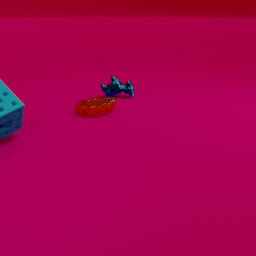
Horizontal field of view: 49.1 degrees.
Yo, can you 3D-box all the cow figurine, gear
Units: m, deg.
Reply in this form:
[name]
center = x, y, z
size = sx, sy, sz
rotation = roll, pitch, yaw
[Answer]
[cow figurine]
center = -0.381, -1.521, 11.071
size = 1.170, 0.642, 1.151
rotation = -38, 72, -9
[gear]
center = -1.122, -0.783, 9.663
size = 1.364, 0.252, 1.364
rotation = -6, 20, 2

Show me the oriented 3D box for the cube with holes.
[cube with holes]
center = -3.465, -0.404, 7.178
size = 1.049, 1.049, 1.049
rotation = 45, 50, 11
